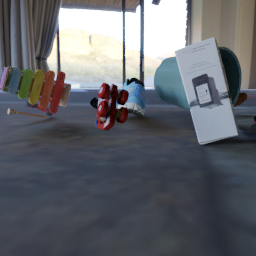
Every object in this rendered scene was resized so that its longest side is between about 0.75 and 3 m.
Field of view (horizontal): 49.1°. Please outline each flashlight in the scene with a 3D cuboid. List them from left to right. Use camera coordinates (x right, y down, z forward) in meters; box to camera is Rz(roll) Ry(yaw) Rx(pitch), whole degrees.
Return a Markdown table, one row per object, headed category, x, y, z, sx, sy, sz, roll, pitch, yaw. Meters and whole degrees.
| category | x | y | z | sx | sy | sz | roll | pitch | yaw |
| --- | --- | --- | --- | --- | --- | --- | --- | --- | --- |
| flashlight | -2.989 | -0.678 | 9.509 | 0.917 | 0.311 | 0.312 | 30 | -31 | -28 |

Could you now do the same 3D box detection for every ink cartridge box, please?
| category | x | y | z | sx | sy | sz | roll | pitch | yaw |
| --- | --- | --- | --- | --- | --- | --- | --- | --- | --- |
| ink cartridge box | 1.667 | -0.784 | 5.798 | 0.788 | 1.891 | 1.373 | -14 | 9 | 21 |

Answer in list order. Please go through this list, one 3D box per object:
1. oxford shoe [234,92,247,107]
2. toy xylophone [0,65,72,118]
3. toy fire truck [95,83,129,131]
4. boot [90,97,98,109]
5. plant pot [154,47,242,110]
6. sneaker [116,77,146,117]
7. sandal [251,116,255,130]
| category | x | y | z | sx | sy | sz | roll | pitch | yaw |
| --- | --- | --- | --- | --- | --- | --- | --- | --- | --- |
| oxford shoe | 3.911 | -1.077 | 10.538 | 1.358 | 0.484 | 0.484 | -20 | -31 | -7 |
| toy xylophone | -2.814 | -1.057 | 8.529 | 2.138 | 1.565 | 0.537 | 3 | 9 | -38 |
| toy fire truck | -0.358 | -0.334 | 4.903 | 0.476 | 0.849 | 0.713 | 15 | -28 | -25 |
| boot | -0.892 | -0.704 | 9.392 | 0.825 | 0.372 | 1.007 | 35 | 5 | -18 |
| plant pot | 2.139 | -1.527 | 9.273 | 2.221 | 2.221 | 2.175 | -6 | 16 | -33 |
| sneaker | 0.193 | -1.050 | 9.326 | 1.027 | 1.178 | 2.620 | 16 | 2 | -10 |
| sandal | 2.671 | -0.178 | 5.432 | 0.517 | 0.310 | 1.377 | -31 | -16 | 31 |
